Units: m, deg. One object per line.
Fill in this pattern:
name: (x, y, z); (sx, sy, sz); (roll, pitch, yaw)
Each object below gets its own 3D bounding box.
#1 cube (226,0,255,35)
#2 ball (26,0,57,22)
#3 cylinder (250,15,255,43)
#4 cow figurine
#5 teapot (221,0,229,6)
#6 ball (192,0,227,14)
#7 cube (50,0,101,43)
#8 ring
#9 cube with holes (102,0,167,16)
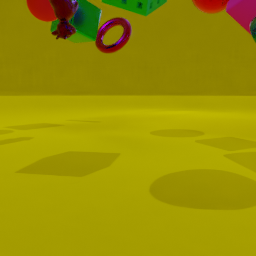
cube: (3.110, -3.066, 6.628); (1.012, 1.012, 1.012); (30, -27, -22)
ball: (-2.402, -3.685, 8.190); (1.082, 1.082, 1.082); (0, 7, 0)
cylinder: (2.933, -1.917, 4.785); (1.150, 1.150, 1.150); (-3, -24, -19)
cow figurine: (-1.589, -2.749, 6.754); (0.589, 1.055, 1.072); (6, -24, 20)
teapot: (1.922, -2.700, 3.963); (1.277, 2.053, 1.005); (22, 28, -43)
ball: (2.538, -4.109, 8.281); (1.362, 1.362, 1.362); (0, 7, 0)
cube: (-1.772, -3.666, 9.543); (1.137, 1.137, 1.137); (10, -1, 39)
ring: (-0.593, -3.647, 11.008); (1.614, 1.614, 0.323); (4, -19, 30)
cube with holes: (0.184, -2.736, 5.032); (0.936, 0.936, 0.936); (25, 46, 17)
